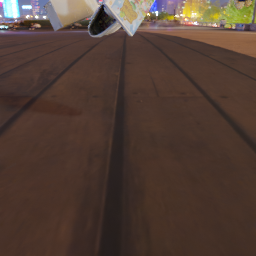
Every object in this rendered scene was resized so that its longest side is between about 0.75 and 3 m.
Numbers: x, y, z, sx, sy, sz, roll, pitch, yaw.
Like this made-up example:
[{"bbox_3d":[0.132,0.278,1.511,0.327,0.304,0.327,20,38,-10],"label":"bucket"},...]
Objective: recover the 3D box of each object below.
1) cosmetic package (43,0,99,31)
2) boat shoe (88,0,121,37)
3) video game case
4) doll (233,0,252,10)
[{"bbox_3d":[-1.824,-3.920,9.243,1.647,0.880,0.743,-33,21,-29],"label":"cosmetic package"},{"bbox_3d":[-0.323,-3.602,8.277,2.866,1.032,0.982,-16,24,51],"label":"boat shoe"},{"bbox_3d":[0.067,-3.152,6.985,0.142,1.168,1.283,31,-2,37],"label":"video game case"},{"bbox_3d":[2.354,-2.202,4.108,0.993,0.353,1.456,-32,17,-36],"label":"doll"}]
